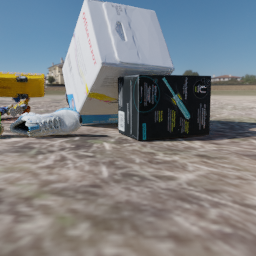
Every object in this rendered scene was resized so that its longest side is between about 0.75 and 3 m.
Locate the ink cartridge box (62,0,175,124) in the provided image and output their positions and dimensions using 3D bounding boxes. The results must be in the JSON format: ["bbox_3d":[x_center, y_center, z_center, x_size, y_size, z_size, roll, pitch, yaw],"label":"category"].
[{"bbox_3d":[-0.473,-1.776,8.389,2.164,2.203,2.992,-3,-25,-27],"label":"ink cartridge box"}]

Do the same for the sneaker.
[{"bbox_3d":[-1.970,-0.048,6.662,1.787,0.670,0.774,-7,12,14],"label":"sneaker"}]

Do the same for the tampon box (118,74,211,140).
[{"bbox_3d":[0.859,-0.548,6.814,1.935,1.450,1.222,-3,9,-23],"label":"tampon box"}]

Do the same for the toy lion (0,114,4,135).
[{"bbox_3d":[-3.763,-0.514,6.551,1.532,1.468,0.526,1,8,7],"label":"toy lion"}]

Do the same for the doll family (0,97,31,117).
[{"bbox_3d":[-4.536,-0.699,10.427,2.449,1.104,1.520,-19,18,-6],"label":"doll family"}]

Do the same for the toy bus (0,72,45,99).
[{"bbox_3d":[-3.791,-1.407,9.023,2.118,0.689,0.829,0,26,-14],"label":"toy bus"}]

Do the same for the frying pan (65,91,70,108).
[{"bbox_3d":[-2.213,-1.010,10.812,1.976,1.195,0.322,-4,31,43],"label":"frying pan"}]
